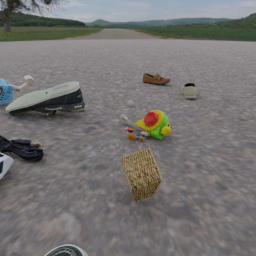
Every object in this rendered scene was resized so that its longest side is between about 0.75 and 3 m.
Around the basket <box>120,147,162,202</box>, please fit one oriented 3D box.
[{"bbox_3d":[0.276,0.890,5.225,0.612,0.586,0.821,-19,44,-4],"label":"basket"}]

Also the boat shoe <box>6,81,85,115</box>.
[{"bbox_3d":[-2.912,-0.802,9.792,2.848,0.963,1.023,-12,33,11],"label":"boat shoe"}]

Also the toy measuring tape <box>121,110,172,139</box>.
[{"bbox_3d":[0.590,-0.267,8.475,0.780,0.780,2.121,-14,25,-32],"label":"toy measuring tape"}]

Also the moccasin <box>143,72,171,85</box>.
[{"bbox_3d":[1.493,-2.613,14.665,1.581,0.610,0.578,18,28,38],"label":"moccasin"}]

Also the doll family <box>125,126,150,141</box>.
[{"bbox_3d":[0.243,0.221,7.965,0.769,0.346,0.477,12,10,-18],"label":"doll family"}]

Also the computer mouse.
[{"bbox_3d":[-3.063,0.862,5.899,1.578,0.631,2.878,9,17,10],"label":"computer mouse"}]

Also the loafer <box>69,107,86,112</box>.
[{"bbox_3d":[-2.106,-0.823,10.464,1.028,0.351,0.389,1,21,3],"label":"loafer"}]

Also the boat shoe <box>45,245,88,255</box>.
[{"bbox_3d":[-0.986,1.991,2.599,0.948,0.854,2.682,4,22,10],"label":"boat shoe"}]

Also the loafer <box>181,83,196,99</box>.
[{"bbox_3d":[2.766,-1.760,12.526,0.649,0.585,1.714,1,21,1],"label":"loafer"}]

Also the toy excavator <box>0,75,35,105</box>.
[{"bbox_3d":[-4.683,-1.516,11.081,1.593,1.549,0.796,11,26,-49],"label":"toy excavator"}]
